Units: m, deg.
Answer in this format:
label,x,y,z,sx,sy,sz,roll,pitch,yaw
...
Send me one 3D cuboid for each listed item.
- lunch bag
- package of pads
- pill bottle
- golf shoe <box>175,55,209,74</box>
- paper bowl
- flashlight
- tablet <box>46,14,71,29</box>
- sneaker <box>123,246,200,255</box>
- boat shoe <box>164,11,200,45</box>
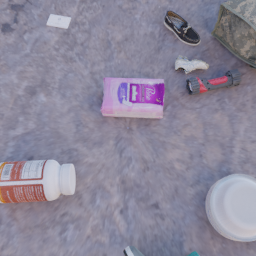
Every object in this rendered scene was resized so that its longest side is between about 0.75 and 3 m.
label,x,y,z,sx,sy,sz,roll,pitch,yaw
lunch bag,4.420,-3.005,8.573,2.246,1.610,2.738,-35,68,-13
package of pads,0.146,-0.871,8.217,1.843,0.697,1.111,3,71,1
pill bottle,-2.330,1.349,7.153,1.856,1.041,1.041,-2,69,0
golf shoe,1.998,-1.921,8.857,1.059,0.415,0.515,14,86,11
paper bowl,2.851,1.973,7.028,1.640,0.853,1.640,0,69,-1
flashlight,2.611,-1.432,8.525,1.629,0.552,0.554,-16,66,-5
tablet,-2.385,-3.685,9.667,0.760,0.052,0.495,12,69,4
sneaker,1.032,3.246,6.469,2.164,0.905,1.307,44,80,7
boat shoe,1.816,-3.343,9.313,0.555,0.453,1.502,-39,73,-14
